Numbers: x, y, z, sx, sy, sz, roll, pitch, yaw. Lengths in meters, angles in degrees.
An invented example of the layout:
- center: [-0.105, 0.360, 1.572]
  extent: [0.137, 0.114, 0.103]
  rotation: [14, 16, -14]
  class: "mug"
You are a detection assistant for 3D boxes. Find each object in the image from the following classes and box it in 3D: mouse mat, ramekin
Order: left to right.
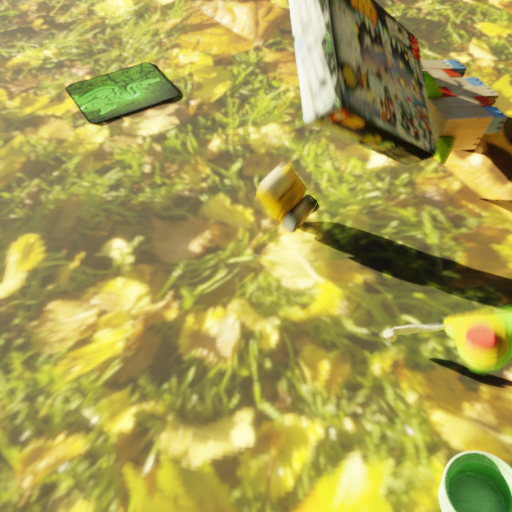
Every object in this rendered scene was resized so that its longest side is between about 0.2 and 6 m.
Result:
- center: [-2.878, -3.545, 12.040]
  extent: [2.070, 0.078, 1.666]
  rotation: [-26, 54, -20]
  class: "mouse mat"
- center: [2.511, 2.725, 6.315]
  extent: [0.905, 0.442, 0.905]
  rotation: [0, 49, 0]
  class: "ramekin"

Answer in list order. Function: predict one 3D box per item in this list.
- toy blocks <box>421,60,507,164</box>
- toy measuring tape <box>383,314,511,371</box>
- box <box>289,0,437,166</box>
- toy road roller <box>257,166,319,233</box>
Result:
- center: [3.740, -2.974, 10.884]
  extent: [1.906, 1.393, 2.789]
  rotation: [-8, 49, -21]
  class: "toy blocks"
- center: [2.554, 1.155, 7.152]
  extent: [1.863, 0.685, 0.685]
  rotation: [-11, 42, 30]
  class: "toy measuring tape"
- center: [1.758, -2.834, 8.723]
  extent: [0.656, 3.290, 2.252]
  rotation: [-14, 79, 37]
  class: "box"
- center: [0.435, -0.908, 9.077]
  extent: [0.639, 1.040, 0.760]
  rotation: [-44, 22, -12]
  class: "toy road roller"
